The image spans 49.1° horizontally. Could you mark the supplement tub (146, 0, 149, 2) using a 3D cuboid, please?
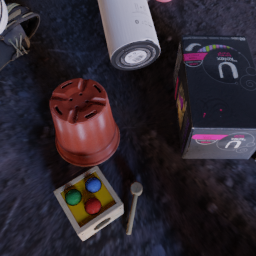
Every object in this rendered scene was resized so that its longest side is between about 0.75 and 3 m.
[{"bbox_3d":[0.417,-4.973,9.882,0.679,0.679,1.270,-9,60,-6],"label":"supplement tub"}]

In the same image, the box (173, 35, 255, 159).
[{"bbox_3d":[2.089,-0.779,6.789,1.688,1.464,2.761,0,59,0],"label":"box"}]

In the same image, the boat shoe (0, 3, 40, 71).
[{"bbox_3d":[-3.439,-2.646,8.207,1.061,1.078,2.893,9,60,6],"label":"boat shoe"}]

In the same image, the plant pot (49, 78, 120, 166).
[{"bbox_3d":[-1.001,-0.181,6.360,1.613,1.569,1.613,0,58,0],"label":"plant pot"}]

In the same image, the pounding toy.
[{"bbox_3d":[-0.406,1.525,5.771,1.662,0.760,1.460,-30,63,-17],"label":"pounding toy"}]

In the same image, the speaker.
[{"bbox_3d":[-0.094,-2.438,5.563,0.979,0.979,2.411,-11,73,-7],"label":"speaker"}]

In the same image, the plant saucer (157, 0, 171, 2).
[{"bbox_3d":[1.273,-4.866,10.058,1.022,0.259,1.022,0,58,-1],"label":"plant saucer"}]

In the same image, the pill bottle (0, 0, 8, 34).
[{"bbox_3d":[-3.242,-2.313,5.006,1.612,2.894,1.612,-1,102,-4],"label":"pill bottle"}]
